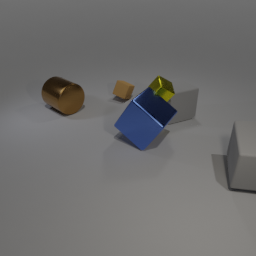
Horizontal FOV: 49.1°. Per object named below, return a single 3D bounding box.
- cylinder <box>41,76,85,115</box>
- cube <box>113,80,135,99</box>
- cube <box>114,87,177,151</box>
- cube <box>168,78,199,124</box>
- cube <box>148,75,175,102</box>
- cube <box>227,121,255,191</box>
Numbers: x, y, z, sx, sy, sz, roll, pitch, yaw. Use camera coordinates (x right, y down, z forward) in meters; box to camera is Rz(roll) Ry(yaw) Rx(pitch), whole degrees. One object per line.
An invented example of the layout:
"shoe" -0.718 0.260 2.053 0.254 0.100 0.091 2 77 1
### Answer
"cylinder" -2.899 -1.466 12.515 1.400 1.400 1.400 26 38 38
"cube" -0.208 -1.857 13.584 0.700 0.700 0.700 27 17 19
"cube" 0.640 -0.341 10.013 1.400 1.400 1.400 42 39 5
"cube" 1.984 -1.178 12.013 1.400 1.400 1.400 -14 32 -23
"cube" 1.261 -1.435 10.708 0.700 0.700 0.700 22 41 -27
"cube" 3.651 0.790 7.860 1.400 1.400 1.400 4 41 10
